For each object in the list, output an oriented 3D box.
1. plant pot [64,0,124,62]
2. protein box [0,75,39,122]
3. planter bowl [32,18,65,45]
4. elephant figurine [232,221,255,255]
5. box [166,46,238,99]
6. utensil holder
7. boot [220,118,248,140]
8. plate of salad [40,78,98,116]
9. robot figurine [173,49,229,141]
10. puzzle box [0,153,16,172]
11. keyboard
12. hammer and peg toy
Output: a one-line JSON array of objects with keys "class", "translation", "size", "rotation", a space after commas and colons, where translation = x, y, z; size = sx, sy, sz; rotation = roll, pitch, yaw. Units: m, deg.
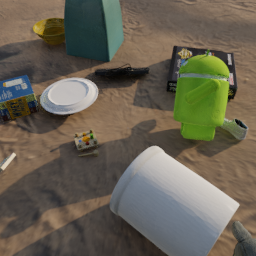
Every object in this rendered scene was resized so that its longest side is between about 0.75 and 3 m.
[{"class": "plant pot", "translation": [-1.395, -4.571, 11.415], "size": [1.988, 2.815, 1.990], "rotation": [13, 47, 12]}, {"class": "protein box", "translation": [-3.768, -1.019, 9.382], "size": [1.180, 0.796, 1.171], "rotation": [-19, 49, -18]}, {"class": "planter bowl", "translation": [-3.316, -4.225, 12.535], "size": [1.720, 0.716, 1.720], "rotation": [0, 46, 0]}, {"class": "elephant figurine", "translation": [3.151, 3.071, 5.203], "size": [2.297, 1.782, 1.625], "rotation": [12, 3, -3]}, {"class": "box", "translation": [2.803, -2.178, 10.663], "size": [2.430, 0.608, 2.448], "rotation": [8, 47, 9]}, {"class": "utensil holder", "translation": [0.991, 1.702, 6.068], "size": [2.147, 1.825, 1.825], "rotation": [33, 54, 26]}, {"class": "boot", "translation": [3.264, -0.141, 8.725], "size": [0.406, 0.527, 1.104], "rotation": [-28, 52, -25]}, {"class": "plate of salad", "translation": [-2.002, -1.070, 9.647], "size": [1.981, 0.476, 1.981], "rotation": [-2, 45, 2]}, {"class": "robot figurine", "translation": [2.143, -0.947, 8.211], "size": [1.469, 2.539, 2.228], "rotation": [6, 7, 6]}, {"class": "puzzle box", "translation": [-3.275, 0.978, 7.309], "size": [0.500, 0.096, 0.752], "rotation": [-33, 19, 16]}, {"class": "keyboard", "translation": [-0.193, -2.274, 10.637], "size": [2.110, 0.418, 1.098], "rotation": [-4, 24, -3]}, {"class": "hammer and peg toy", "translation": [-1.224, 0.455, 8.292], "size": [0.677, 0.325, 0.921], "rotation": [-14, 48, -13]}]
